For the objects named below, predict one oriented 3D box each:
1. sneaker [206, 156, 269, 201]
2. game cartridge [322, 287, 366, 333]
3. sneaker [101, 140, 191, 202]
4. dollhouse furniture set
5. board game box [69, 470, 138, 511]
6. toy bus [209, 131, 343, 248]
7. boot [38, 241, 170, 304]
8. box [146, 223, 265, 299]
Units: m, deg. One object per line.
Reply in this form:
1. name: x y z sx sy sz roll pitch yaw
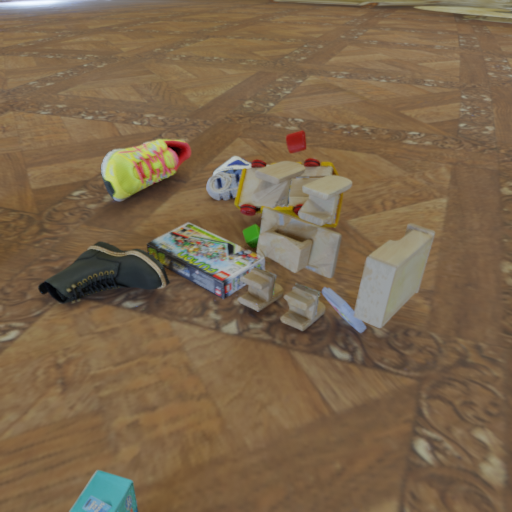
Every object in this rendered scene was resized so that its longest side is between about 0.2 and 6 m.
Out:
1. sneaker: -0.156 -2.067 14.040 2.178 0.880 1.258 -3 34 -3
2. game cartridge: 1.487 0.922 9.339 0.189 0.925 0.616 -47 42 -5
3. sneaker: -2.637 -2.291 13.812 1.341 1.160 2.969 -5 27 27
4. dollhouse furniture set: 1.326 -0.100 9.435 2.681 2.462 1.744 23 29 28
5. board game box: -1.682 3.192 5.137 0.432 1.389 1.840 10 33 16
6. toy bus: 0.644 -1.261 12.281 2.408 1.319 2.552 -38 57 5
7. boot: -2.750 0.511 10.147 2.124 0.823 1.469 9 35 38
8. box: -1.018 0.043 11.132 2.161 0.375 1.189 25 40 33
